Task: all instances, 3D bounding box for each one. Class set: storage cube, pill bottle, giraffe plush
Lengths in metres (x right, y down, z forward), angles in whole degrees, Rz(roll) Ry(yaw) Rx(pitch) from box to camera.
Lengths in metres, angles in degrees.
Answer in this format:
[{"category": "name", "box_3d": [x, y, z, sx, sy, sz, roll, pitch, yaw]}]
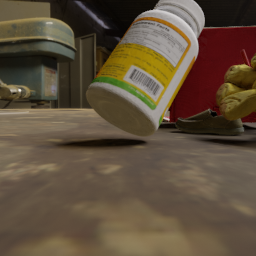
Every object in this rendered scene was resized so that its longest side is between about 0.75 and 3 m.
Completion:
[{"category": "storage cube", "box_3d": [2.339, -1.313, 7.905, 2.635, 2.369, 2.252, 1, 1, 7]}, {"category": "pill bottle", "box_3d": [0.397, -1.101, 4.690, 1.255, 2.260, 1.255, 27, -18, 10]}, {"category": "giraffe plush", "box_3d": [2.563, -0.446, 4.702, 1.394, 1.484, 1.719, 41, -29, -22]}]

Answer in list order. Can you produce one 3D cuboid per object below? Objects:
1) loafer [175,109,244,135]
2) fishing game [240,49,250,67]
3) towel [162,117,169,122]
[{"category": "loafer", "box_3d": [1.659, -0.148, 5.810, 1.429, 0.498, 0.537, 3, 6, 34]}, {"category": "fishing game", "box_3d": [3.790, -1.207, 6.207, 2.843, 2.036, 0.442, -14, -5, -25]}, {"category": "towel", "box_3d": [1.931, -0.310, 10.046, 1.442, 0.164, 1.039, -3, 7, -9]}]
